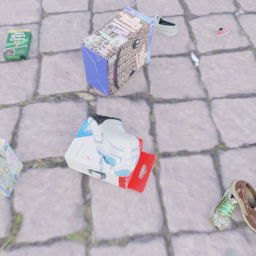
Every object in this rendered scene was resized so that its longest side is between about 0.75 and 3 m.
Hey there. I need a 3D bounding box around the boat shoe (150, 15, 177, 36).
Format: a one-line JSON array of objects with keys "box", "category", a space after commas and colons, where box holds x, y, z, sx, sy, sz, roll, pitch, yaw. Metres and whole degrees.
[{"box": [1.506, -5.048, 13.427, 1.903, 0.678, 0.664, 26, 61, 16], "category": "boat shoe"}]

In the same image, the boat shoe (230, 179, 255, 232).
[{"box": [3.785, 2.376, 8.269, 0.694, 0.692, 1.924, -29, 91, -17], "category": "boat shoe"}]

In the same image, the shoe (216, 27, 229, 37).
[{"box": [4.537, -4.635, 13.361, 0.759, 0.345, 0.271, -25, 61, -15], "category": "shoe"}]

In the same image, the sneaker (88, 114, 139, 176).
[{"box": [-0.486, 0.293, 7.024, 0.980, 0.988, 2.727, 9, 16, -21], "category": "sneaker"}]

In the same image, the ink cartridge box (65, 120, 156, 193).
[{"box": [-0.508, 0.947, 9.426, 2.725, 0.916, 1.583, 18, 59, 10], "category": "ink cartridge box"}]

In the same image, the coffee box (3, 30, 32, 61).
[{"box": [-5.034, -3.812, 12.813, 1.040, 0.372, 1.691, -2, 57, -1], "category": "coffee box"}]

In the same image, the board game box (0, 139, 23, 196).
[{"box": [-3.890, 1.271, 8.731, 0.300, 1.751, 1.177, 10, 57, 6], "category": "board game box"}]

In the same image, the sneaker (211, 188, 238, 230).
[{"box": [3.078, 2.389, 8.633, 0.609, 0.702, 1.585, 31, 62, 18], "category": "sneaker"}]

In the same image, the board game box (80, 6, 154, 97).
[{"box": [-0.373, -3.015, 11.214, 1.334, 2.197, 2.755, 34, 64, 19], "category": "board game box"}]
